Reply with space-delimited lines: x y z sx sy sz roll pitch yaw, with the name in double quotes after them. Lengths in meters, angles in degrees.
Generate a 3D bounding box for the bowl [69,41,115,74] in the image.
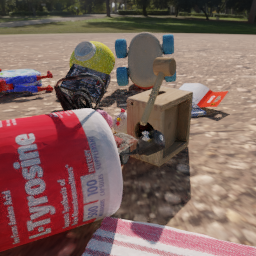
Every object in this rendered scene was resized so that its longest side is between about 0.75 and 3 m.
-1.569 -2.789 11.077 1.924 1.035 1.924 -7 63 14 "bowl"

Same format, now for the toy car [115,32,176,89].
0.767 -2.480 11.420 2.218 2.128 2.406 -4 -6 7 "toy car"

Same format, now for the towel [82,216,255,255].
0.283 1.785 2.224 1.894 0.387 2.588 7 24 14 "towel"

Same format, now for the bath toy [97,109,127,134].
-0.698 -0.241 6.848 1.646 0.608 0.716 9 24 20 "bath toy"

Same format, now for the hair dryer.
-0.637 0.019 4.812 2.388 1.819 0.649 -33 23 46 "hair dryer"

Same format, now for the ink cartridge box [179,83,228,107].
2.157 -1.018 8.525 1.448 0.342 1.159 4 31 37 "ink cartridge box"

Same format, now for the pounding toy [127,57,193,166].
0.445 -0.376 5.335 0.900 1.968 1.729 16 27 35 "pounding toy"

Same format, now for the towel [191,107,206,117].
1.648 -0.486 8.095 1.018 0.121 0.748 -6 22 -15 "towel"

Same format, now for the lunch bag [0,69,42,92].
-4.176 -1.820 10.655 1.612 0.665 1.296 -16 26 -35 "lunch bag"

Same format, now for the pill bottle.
-1.544 0.677 3.362 2.686 1.507 1.507 -11 25 -24 "pill bottle"

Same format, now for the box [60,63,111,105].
-1.333 -1.408 8.852 1.324 0.329 1.044 18 59 5 "box"

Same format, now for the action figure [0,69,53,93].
-4.202 -1.640 9.949 2.705 0.883 1.339 -14 34 -33 "action figure"
